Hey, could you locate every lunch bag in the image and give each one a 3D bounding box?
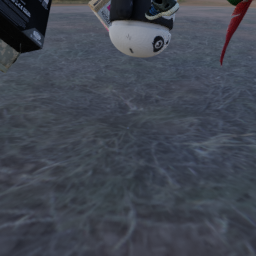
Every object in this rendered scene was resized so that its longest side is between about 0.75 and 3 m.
[{"bbox_3d":[-3.885,-3.252,7.601,2.936,2.408,1.726,35,-10,-28],"label":"lunch bag"}]

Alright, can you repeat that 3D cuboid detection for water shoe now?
[{"bbox_3d":[0.669,-2.617,5.955,0.386,0.426,1.080,-46,30,-12],"label":"water shoe"}]

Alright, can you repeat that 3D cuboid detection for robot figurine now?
[{"bbox_3d":[0.435,-3.259,7.257,2.090,2.781,1.735,2,13,-25],"label":"robot figurine"}]

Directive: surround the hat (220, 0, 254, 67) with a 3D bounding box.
[{"bbox_3d":[2.869,-3.047,6.542,2.185,1.923,1.810,-18,37,31],"label":"hat"}]

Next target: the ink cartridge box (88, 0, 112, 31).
[{"bbox_3d":[-0.391,-4.204,10.061,1.347,1.635,0.614,-42,48,5],"label":"ink cartridge box"}]

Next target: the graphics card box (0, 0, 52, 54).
[{"bbox_3d":[-1.642,-2.279,4.067,0.509,2.003,1.257,-4,-19,23],"label":"graphics card box"}]
